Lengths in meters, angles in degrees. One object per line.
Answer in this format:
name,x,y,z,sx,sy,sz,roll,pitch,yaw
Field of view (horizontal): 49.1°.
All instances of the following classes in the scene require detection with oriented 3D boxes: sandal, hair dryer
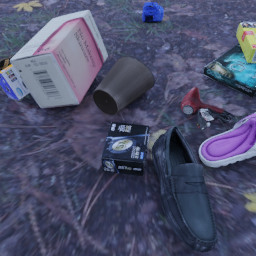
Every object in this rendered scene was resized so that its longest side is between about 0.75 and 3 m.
sandal,-3.965,-2.082,9.141,0.263,0.394,0.965,39,46,7
sandal,2.711,0.092,6.125,2.469,0.607,1.005,-31,46,2
hair dryer,2.039,-0.501,7.533,1.295,0.462,1.700,0,46,-25

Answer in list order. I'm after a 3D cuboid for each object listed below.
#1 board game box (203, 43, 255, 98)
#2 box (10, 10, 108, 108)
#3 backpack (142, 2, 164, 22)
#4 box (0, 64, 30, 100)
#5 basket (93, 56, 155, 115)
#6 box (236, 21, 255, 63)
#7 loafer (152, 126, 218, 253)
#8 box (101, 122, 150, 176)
board game box,3.865,-2.013,8.998,1.752,0.365,2.591,34,53,30
box,-1.700,-1.891,7.598,1.307,1.534,2.399,-3,43,24
backpack,1.052,-4.784,11.596,0.865,0.726,0.703,4,52,-1
box,-2.844,-1.434,7.721,0.299,0.858,1.441,16,50,44
basket,-0.187,-1.114,7.677,1.329,1.003,1.474,30,55,14
box,4.158,-2.854,9.226,0.777,0.518,2.065,5,44,5
loafer,1.067,1.035,5.398,0.864,0.893,2.545,6,43,-20
box,-0.027,0.447,6.387,0.938,0.493,1.146,6,45,7
